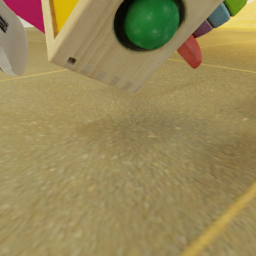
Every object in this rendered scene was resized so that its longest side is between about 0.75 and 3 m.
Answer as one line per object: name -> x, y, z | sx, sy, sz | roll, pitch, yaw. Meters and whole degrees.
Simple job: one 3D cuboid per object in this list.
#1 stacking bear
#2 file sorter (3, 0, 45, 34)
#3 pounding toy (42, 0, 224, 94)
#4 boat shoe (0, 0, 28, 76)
stacking bear -> 1.344, -2.145, 3.763 | 2.270, 1.291, 1.378 | -38, 28, 22
file sorter -> -1.740, -3.765, 8.119 | 2.893, 1.814, 2.011 | 28, -16, -38
pounding toy -> -0.057, -1.587, 2.618 | 1.543, 1.998, 2.171 | 16, 44, -38
boat shoe -> -2.490, -1.657, 4.753 | 0.936, 0.951, 2.682 | 11, -8, 0
